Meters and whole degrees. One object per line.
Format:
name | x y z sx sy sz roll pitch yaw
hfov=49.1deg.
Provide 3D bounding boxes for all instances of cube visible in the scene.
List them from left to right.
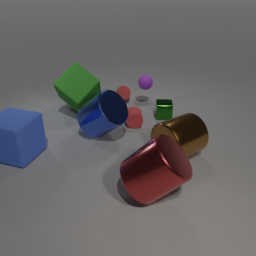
cube | -3.785 0.284 9.436 1.400 1.400 1.400 9 31 16
cube | -2.150 -1.690 12.167 1.400 1.400 1.400 39 75 8
cube | 1.577 -0.807 12.258 0.700 0.700 0.700 1 29 2

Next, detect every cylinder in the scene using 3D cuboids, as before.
cylinder | -0.942 -0.507 10.420 1.400 1.400 1.400 -28 6 41
cylinder | -0.213 -1.725 13.760 0.700 0.700 0.700 0 7 0
cylinder | 0.249 -0.439 11.582 0.700 0.700 0.700 -2 29 -3
cylinder | 0.738 1.092 7.441 1.400 1.400 1.400 37 30 -26
cylinder | 1.716 0.329 9.406 1.400 1.400 1.400 -19 34 -31

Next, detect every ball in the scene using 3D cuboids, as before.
ball | 0.834 -2.166 13.310 0.700 0.700 0.700 0 28 0
